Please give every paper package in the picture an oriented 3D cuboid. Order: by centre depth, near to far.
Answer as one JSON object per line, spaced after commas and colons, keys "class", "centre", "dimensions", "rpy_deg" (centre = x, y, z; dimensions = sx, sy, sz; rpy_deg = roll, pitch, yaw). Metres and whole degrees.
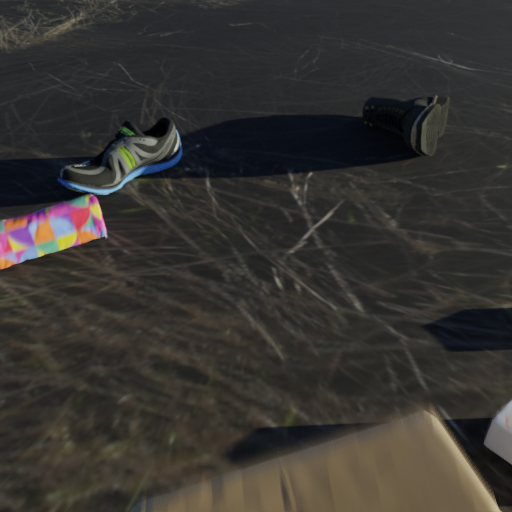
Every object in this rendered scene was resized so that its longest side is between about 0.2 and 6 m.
{"class": "paper package", "centre": [0.653, 2.885, 3.748], "dimensions": [2.764, 1.500, 2.900], "rpy_deg": [-13, 39, -12]}

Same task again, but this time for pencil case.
{"class": "pencil case", "centre": [-3.277, -0.403, 8.843], "dimensions": [1.826, 0.807, 0.807], "rpy_deg": [-19, 40, -22]}

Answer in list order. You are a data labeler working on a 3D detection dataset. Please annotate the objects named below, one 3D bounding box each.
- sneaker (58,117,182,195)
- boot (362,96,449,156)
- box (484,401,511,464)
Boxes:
{"class": "sneaker", "centre": [-2.606, -1.975, 10.720], "dimensions": [0.964, 1.127, 2.720], "rpy_deg": [28, 45, 35]}
{"class": "boot", "centre": [3.034, -2.905, 12.247], "dimensions": [1.917, 1.074, 2.772], "rpy_deg": [11, 24, 22]}
{"class": "box", "centre": [3.007, 1.990, 5.895], "dimensions": [0.577, 0.452, 0.928], "rpy_deg": [-28, 45, -31]}
